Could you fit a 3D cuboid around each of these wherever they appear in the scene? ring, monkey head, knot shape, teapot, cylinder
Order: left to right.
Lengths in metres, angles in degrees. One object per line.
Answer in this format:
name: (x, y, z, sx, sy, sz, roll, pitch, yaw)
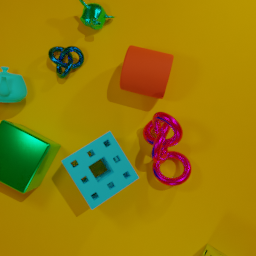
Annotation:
teapot: (-3.386, -1.200, 7.682, 1.192, 1.916, 0.938, 1, 103, -23)
knot shape: (-1.917, -2.072, 8.349, 0.984, 0.486, 1.052, 42, 91, 7)
monkey head: (-0.962, -3.346, 8.317, 1.200, 0.864, 0.723, 19, 98, -27)
cylinder: (0.523, -1.566, 7.897, 1.261, 1.261, 1.261, 14, 84, 4)
knot shape: (0.911, 0.298, 7.699, 0.701, 1.516, 1.419, 5, 89, -16)
ring: (1.244, 1.133, 7.953, 1.107, 0.221, 1.107, -4, 52, 5)

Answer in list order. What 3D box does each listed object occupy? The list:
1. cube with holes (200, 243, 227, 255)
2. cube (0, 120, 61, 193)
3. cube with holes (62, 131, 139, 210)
cube with holes: (2.495, 4.145, 7.342, 1.303, 1.303, 1.303, 32, 85, 3)
cube: (-2.879, 0.757, 7.610, 1.393, 1.393, 1.393, 27, 85, 0)
cube with holes: (-0.778, 1.076, 7.429, 1.374, 1.374, 1.374, -32, 91, -13)
